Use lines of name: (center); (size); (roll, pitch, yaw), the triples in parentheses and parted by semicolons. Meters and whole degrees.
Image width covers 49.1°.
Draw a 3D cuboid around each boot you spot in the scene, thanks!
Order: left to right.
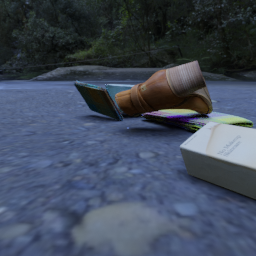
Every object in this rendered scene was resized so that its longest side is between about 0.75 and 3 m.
boot: (0.967, -0.646, 6.842); (1.959, 0.967, 2.523); (-19, -13, 18)

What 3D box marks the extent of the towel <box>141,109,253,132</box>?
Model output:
towel: (1.801, -0.255, 7.740); (1.877, 0.298, 2.614); (-6, 13, -33)

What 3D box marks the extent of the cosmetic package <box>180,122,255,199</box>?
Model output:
cosmetic package: (1.412, 0.382, 3.438); (0.716, 0.505, 1.382); (-35, 29, -27)

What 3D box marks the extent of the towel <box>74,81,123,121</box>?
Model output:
towel: (-0.893, -0.836, 8.478); (1.653, 1.212, 0.179); (20, 58, 46)

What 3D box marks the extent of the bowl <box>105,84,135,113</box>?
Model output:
bowl: (0.056, -0.952, 9.060); (1.636, 0.856, 1.636); (4, 11, -1)
